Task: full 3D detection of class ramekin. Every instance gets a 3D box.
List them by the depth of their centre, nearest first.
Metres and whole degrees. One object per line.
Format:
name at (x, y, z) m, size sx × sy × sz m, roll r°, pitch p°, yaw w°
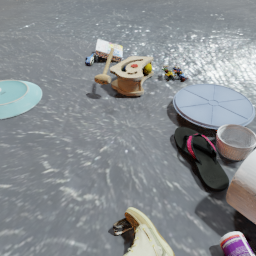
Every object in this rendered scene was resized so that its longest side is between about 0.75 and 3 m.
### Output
ramekin at (3.144, 0.444, 8.240) m, size 1.121 × 0.588 × 1.121 m, roll 0°, pitch 37°, yaw 0°

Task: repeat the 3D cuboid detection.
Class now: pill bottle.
pill bottle at (2.233, 2.571, 5.521) m, size 0.521 × 0.521 × 0.927 m, roll -7°, pitch 38°, yaw -9°

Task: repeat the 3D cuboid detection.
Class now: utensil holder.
utensil holder at (3.425, 1.553, 5.922) m, size 1.732 × 1.732 × 2.039 m, roll -27°, pitch 42°, yaw -30°

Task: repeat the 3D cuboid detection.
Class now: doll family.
doll family at (2.009, -2.317, 11.954) m, size 1.211 × 0.475 × 0.700 m, roll 2°, pitch 33°, yaw -2°

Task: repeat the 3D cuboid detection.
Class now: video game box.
video game box at (-0.928, -3.802, 13.718) m, size 1.301 × 0.334 × 1.428 m, roll 12°, pitch 36°, yaw -9°

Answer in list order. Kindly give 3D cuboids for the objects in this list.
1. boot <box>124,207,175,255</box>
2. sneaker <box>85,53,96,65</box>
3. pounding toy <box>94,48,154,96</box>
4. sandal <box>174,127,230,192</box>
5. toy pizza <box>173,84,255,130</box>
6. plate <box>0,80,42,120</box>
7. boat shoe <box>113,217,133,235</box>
boot at (0.122, 2.397, 5.672) m, size 1.089 × 0.508 × 1.409 m, roll -28°, pitch 60°, yaw -29°
sneaker at (-1.790, -3.309, 13.306) m, size 0.426 × 0.375 × 0.956 m, roll 9°, pitch 39°, yaw 7°
pounding toy at (0.118, -2.322, 11.014) m, size 1.577 × 1.582 × 2.759 m, roll 20°, pitch 42°, yaw 31°
sandal at (2.097, 0.670, 7.953) m, size 0.952 × 0.571 × 2.535 m, roll -9°, pitch 38°, yaw -12°
toy pizza at (2.979, -0.723, 9.882) m, size 2.788 × 0.442 × 2.788 m, roll 1°, pitch 39°, yaw -1°
plate at (-4.725, -1.240, 10.628) m, size 2.804 × 0.358 × 2.804 m, roll 0°, pitch 39°, yaw 0°
boat shoe at (0.004, 2.118, 6.319) m, size 0.772 × 0.233 × 0.285 m, roll -18°, pitch 24°, yaw -21°
